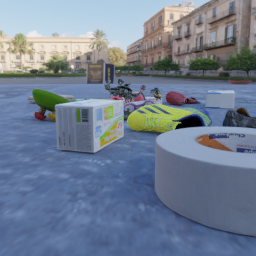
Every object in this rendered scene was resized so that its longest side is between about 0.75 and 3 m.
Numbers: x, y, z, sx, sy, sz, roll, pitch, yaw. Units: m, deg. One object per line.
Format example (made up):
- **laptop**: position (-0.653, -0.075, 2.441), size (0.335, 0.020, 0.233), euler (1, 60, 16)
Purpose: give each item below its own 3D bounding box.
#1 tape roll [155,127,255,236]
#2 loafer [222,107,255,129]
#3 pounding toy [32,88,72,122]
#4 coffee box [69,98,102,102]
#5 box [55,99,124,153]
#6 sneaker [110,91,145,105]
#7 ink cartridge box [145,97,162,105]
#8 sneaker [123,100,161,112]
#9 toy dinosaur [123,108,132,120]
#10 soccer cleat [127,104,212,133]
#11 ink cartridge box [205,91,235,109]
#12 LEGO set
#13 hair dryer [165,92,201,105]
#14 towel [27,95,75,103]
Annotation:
- **tape roll**: position (1.404, 0.500, 3.585), size (2.119, 0.700, 2.119), euler (0, 10, 0)
- **loafer**: position (3.016, -0.199, 7.306), size (0.683, 0.678, 1.876), euler (7, 12, 36)
- **pounding toy**: position (-2.399, -0.541, 9.357), size (1.886, 0.875, 1.456), euler (25, -11, -30)
- **coffee box**: position (-1.961, -1.144, 13.090), size (1.698, 0.373, 1.044), euler (-4, 12, -16)
- **box**: position (-0.762, -0.121, 6.180), size (0.850, 0.943, 1.677), euler (4, 11, 19)
- **sneaker**: position (-0.063, -1.314, 13.659), size (1.968, 0.725, 0.853), euler (3, 22, 40)
- **ink cartridge box**: position (1.086, -1.281, 13.699), size (0.721, 0.407, 0.983), euler (-10, 15, -37)
- **sneaker**: position (0.591, -0.858, 11.040), size (1.553, 0.581, 0.773), euler (2, 11, 8)
- **toy dinosaur**: position (-0.013, -0.421, 9.516), size (1.131, 0.435, 0.578), euler (19, 34, 40)
- **soccer cleat**: position (0.981, -0.166, 7.156), size (2.213, 0.715, 0.926), euler (0, 26, 18)
- **ink cartridge box**: position (4.433, -1.394, 13.430), size (1.261, 0.735, 1.744), euler (4, 11, 19)
- **LEGO set**: position (0.083, -1.327, 10.954), size (2.473, 0.701, 1.606), euler (13, -5, 40)
- **hair dryer**: position (2.880, -1.558, 14.538), size (1.851, 0.660, 2.430), euler (4, 12, 12)
- **towel**: position (-4.242, -1.600, 15.522), size (1.519, 0.395, 2.292), euler (9, 13, 31)
